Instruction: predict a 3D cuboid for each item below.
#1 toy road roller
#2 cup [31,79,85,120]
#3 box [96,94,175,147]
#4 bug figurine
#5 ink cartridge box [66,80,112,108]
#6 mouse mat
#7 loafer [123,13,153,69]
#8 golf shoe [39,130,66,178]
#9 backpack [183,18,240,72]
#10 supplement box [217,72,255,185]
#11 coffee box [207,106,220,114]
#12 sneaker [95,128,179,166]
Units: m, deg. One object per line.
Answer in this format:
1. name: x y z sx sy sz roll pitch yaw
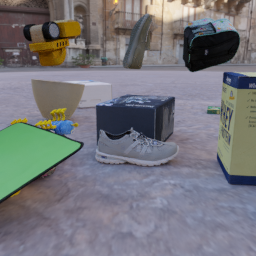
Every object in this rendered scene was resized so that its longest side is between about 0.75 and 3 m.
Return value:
1. toy road roller: -2.950 -3.421 11.285 1.379 1.638 2.244 6 25 28
2. cup: -2.923 -1.167 11.624 2.149 1.537 2.149 6 9 -1
3. box: 0.330 -0.251 8.815 1.808 1.304 2.437 6 16 20
4. bug figurine: -2.519 0.487 6.493 2.146 0.712 2.767 -2 29 28
5. ink cartridge box: -2.380 -1.960 15.617 2.028 1.181 2.805 -9 17 -31
6. mouse mat: -2.511 0.621 5.339 2.400 0.112 2.983 -34 32 -34
7. loafer: 0.526 -3.574 11.826 0.850 2.440 0.917 19 4 -23
8. golf shoe: -1.975 0.529 6.681 0.704 0.893 1.939 2 16 3
9. backpack: 2.023 -2.098 6.928 1.303 1.146 0.999 -9 50 3
10. supplement box: 3.278 -0.056 6.153 2.255 2.253 1.514 2 15 7
11. coffee box: 4.088 -0.859 13.313 0.605 0.216 0.984 5 15 19
12. sneaker: 0.233 0.432 7.043 2.127 0.872 0.795 -1 15 -2
